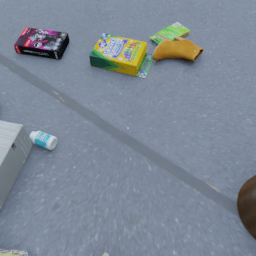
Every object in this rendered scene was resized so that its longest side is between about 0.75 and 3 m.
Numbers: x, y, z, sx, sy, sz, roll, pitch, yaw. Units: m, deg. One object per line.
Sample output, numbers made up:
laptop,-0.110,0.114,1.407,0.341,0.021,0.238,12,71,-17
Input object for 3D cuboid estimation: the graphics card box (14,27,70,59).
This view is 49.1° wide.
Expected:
graphics card box,-3.776,-3.752,12.371,2.080,0.529,1.305,11,56,6

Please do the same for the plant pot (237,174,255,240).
plant pot,4.500,1.755,7.335,2.427,2.597,2.427,0,55,0

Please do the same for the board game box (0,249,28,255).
board game box,-3.070,3.333,6.957,0.205,1.266,0.760,-58,38,10

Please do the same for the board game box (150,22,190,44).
board game box,1.916,-4.279,12.905,1.779,0.267,0.850,-32,60,-23

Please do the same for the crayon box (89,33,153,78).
crayon box,-0.205,-3.092,11.853,2.439,0.629,1.533,16,57,10

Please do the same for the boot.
boot,2.154,-3.193,11.846,1.461,0.718,2.041,37,58,27

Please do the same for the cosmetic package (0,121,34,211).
cosmetic package,-4.000,1.135,8.541,1.119,1.325,2.481,9,58,6

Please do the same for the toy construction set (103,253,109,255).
toy construction set,-0.312,3.755,6.018,2.186,2.845,2.373,27,51,23

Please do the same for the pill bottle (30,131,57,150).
pill bottle,-2.897,0.396,9.546,0.871,0.483,0.483,19,58,12
